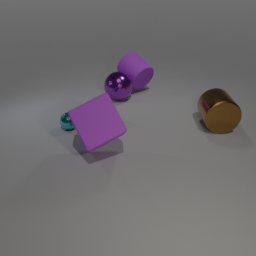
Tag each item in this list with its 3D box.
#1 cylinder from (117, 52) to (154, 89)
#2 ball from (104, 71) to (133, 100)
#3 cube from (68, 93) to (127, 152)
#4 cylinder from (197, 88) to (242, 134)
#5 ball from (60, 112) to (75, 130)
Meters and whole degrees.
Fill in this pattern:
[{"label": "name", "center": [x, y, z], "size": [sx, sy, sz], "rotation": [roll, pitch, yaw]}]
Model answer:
[{"label": "cylinder", "center": [0.383, -2.971, 14.532], "size": [1.400, 1.400, 1.400], "rotation": [-22, 58, -34]}, {"label": "ball", "center": [-0.468, -2.050, 13.684], "size": [1.400, 1.400, 1.400], "rotation": [0, 29, 0]}, {"label": "cube", "center": [-1.008, -0.134, 9.323], "size": [1.400, 1.400, 1.400], "rotation": [-28, -3, -8]}, {"label": "cylinder", "center": [3.618, -0.702, 11.218], "size": [1.400, 1.400, 1.400], "rotation": [0, 29, 0]}, {"label": "ball", "center": [-2.377, -0.280, 11.203], "size": [0.700, 0.700, 0.700], "rotation": [0, 29, 0]}]
